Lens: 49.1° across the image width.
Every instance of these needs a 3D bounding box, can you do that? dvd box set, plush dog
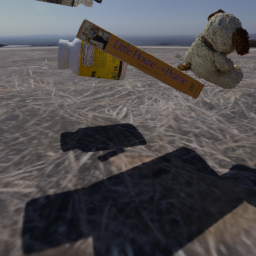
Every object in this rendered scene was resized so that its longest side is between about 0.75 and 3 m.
[{"bbox_3d":[0.171,-1.712,6.899,2.994,0.440,2.191,24,12,-18],"label":"dvd box set"},{"bbox_3d":[2.099,-2.022,6.826,1.483,1.588,1.849,-3,50,-30],"label":"plush dog"}]

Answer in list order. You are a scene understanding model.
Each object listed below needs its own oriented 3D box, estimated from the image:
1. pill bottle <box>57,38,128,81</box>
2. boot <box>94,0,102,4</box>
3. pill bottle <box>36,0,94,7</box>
[{"bbox_3d":[-1.181,-2.334,9.429,2.255,1.268,1.268,5,19,-11],"label":"pill bottle"},{"bbox_3d":[-1.321,-4.667,9.858,0.758,0.249,0.624,13,21,-28],"label":"boot"},{"bbox_3d":[-1.765,-3.851,7.615,1.667,0.970,0.970,4,19,-15],"label":"pill bottle"}]
